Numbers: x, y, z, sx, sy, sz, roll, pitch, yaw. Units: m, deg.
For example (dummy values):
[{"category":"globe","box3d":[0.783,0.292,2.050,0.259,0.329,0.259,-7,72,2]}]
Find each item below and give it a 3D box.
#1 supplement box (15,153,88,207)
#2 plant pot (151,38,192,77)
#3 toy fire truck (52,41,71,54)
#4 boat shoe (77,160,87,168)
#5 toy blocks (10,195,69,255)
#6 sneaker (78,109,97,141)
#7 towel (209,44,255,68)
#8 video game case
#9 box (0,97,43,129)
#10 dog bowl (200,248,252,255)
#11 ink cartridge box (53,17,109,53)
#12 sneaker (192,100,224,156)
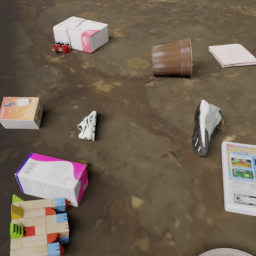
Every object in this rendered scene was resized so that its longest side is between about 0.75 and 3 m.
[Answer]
[{"category":"supplement box","box3d":[-2.010,1.385,7.592,1.660,0.858,0.840,10,42,13]},{"category":"plant pot","box3d":[1.826,-2.929,11.940,1.607,1.623,1.623,-4,42,8]},{"category":"toy fire truck","box3d":[-3.316,-3.869,13.693,0.759,0.555,0.862,11,55,11]},{"category":"boat shoe","box3d":[-1.610,1.205,8.290,0.830,0.261,0.303,-21,54,-13]},{"category":"toy blocks","box3d":[-1.990,2.410,6.539,1.343,0.982,1.965,-1,37,-19]},{"category":"sneaker","box3d":[-1.374,-0.175,9.553,0.631,0.528,1.426,3,42,0]},{"category":"towel","box3d":[4.975,-3.462,13.365,1.735,0.293,1.816,-7,43,-7]},{"category":"video game case","box3d":[4.066,1.469,7.910,2.657,0.315,2.418,7,42,9]},{"category":"box","box3d":[-3.661,-0.514,9.643,1.213,0.645,0.923,1,63,1]},{"category":"dog bowl","box3d":[2.043,3.526,5.391,2.178,0.639,2.178,0,42,0]},{"category":"ink cartridge box","box3d":[-2.392,-4.795,14.332,2.287,0.947,1.675,20,46,21]},{"category":"sneaker","box3d":[2.660,-0.039,9.179,0.951,0.887,2.400,16,45,7]}]
